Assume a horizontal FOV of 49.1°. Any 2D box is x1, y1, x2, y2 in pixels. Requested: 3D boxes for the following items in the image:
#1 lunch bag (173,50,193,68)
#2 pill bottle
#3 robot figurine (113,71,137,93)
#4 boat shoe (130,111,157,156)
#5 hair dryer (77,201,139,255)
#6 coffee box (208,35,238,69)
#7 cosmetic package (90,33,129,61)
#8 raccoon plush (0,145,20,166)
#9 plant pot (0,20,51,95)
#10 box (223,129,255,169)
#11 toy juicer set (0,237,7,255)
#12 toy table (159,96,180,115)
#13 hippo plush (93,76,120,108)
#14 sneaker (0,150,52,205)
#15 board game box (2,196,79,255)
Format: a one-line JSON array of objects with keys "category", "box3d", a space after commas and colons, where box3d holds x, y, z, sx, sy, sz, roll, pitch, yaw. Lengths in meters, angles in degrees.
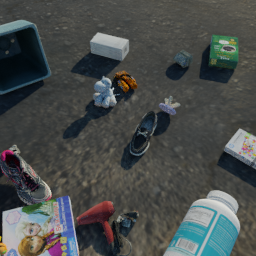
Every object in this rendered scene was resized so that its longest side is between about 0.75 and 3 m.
[{"category": "lunch bag", "box3d": [2.826, -3.517, 14.409, 0.703, 0.584, 0.838, -37, 58, -12]}, {"category": "pill bottle", "box3d": [2.216, 3.136, 8.022, 1.522, 1.522, 2.747, 28, 54, 22]}, {"category": "robot figurine", "box3d": [-0.141, -2.279, 13.434, 0.977, 0.392, 1.347, -21, 52, -19]}, {"category": "boat shoe", "box3d": [0.651, 0.168, 11.164, 0.771, 0.629, 2.086, 21, 52, 17]}, {"category": "hair dryer", "box3d": [-0.690, 3.017, 8.785, 1.940, 0.527, 1.478, 12, 51, 12]}, {"category": "coffee box", "box3d": [5.083, -4.088, 14.909, 1.448, 0.518, 2.354, 10, 49, 9]}, {"category": "cosmetic package", "box3d": [-0.978, -4.363, 14.967, 1.850, 0.785, 0.996, 18, 53, 16]}, {"category": "raccoon plush", "box3d": [-4.692, 0.971, 10.565, 1.194, 0.578, 0.800, 11, 42, 10]}, {"category": "plant pot", "box3d": [-5.649, -3.641, 13.314, 2.614, 2.621, 2.670, -26, 43, -21]}, {"category": "box", "box3d": [4.714, 0.836, 10.799, 1.580, 0.325, 1.232, 33, 57, 26]}, {"category": "toy juicer set", "box3d": [-4.132, 3.474, 8.104, 1.481, 0.403, 0.942, 16, 83, 25]}, {"category": "toy table", "box3d": [1.819, -0.964, 12.135, 0.850, 0.782, 0.498, 32, 73, 23]}, {"category": "hippo plush", "box3d": [-0.933, -1.613, 12.403, 1.341, 1.078, 1.068, -28, 55, -22]}, {"category": "sneaker", "box3d": [-3.563, 1.724, 9.505, 2.313, 0.864, 0.932, 40, 58, 10]}, {"category": "board game box", "box3d": [-2.687, 3.333, 8.560, 2.127, 0.439, 2.132, -13, 50, -11]}]
